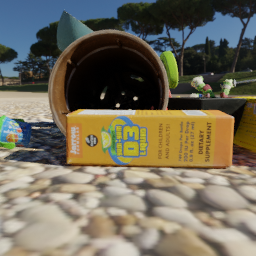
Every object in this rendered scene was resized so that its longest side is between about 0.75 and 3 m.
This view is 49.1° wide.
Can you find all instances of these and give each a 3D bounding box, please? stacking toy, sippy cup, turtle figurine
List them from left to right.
[{"bbox_3d":[-2.589,0.111,6.417,0.667,0.910,0.715,9,-23,-13],"label":"sippy cup"},{"bbox_3d":[0.909,-1.189,9.577,1.181,2.530,2.795,-13,10,-6],"label":"stacking toy"},{"bbox_3d":[3.235,-0.929,9.712,2.117,2.184,1.572,47,-4,42],"label":"turtle figurine"}]

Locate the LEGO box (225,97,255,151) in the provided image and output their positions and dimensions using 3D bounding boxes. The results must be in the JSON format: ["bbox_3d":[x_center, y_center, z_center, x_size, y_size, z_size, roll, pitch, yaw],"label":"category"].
[{"bbox_3d":[3.620,-0.072,5.835,2.147,1.113,2.883,-1,8,-8],"label":"LEGO box"}]

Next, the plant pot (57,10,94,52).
[{"bbox_3d":[-1.874,-3.221,10.293,1.825,1.229,1.825,34,11,-8],"label":"plant pot"}]

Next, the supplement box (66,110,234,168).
[{"bbox_3d":[0.338,0.161,4.952,2.763,0.919,0.951,0,10,5],"label":"supplement box"}]

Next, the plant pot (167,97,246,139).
[{"bbox_3d":[1.683,-0.123,6.250,1.268,1.124,1.265,-4,9,-25],"label":"plant pot"}]

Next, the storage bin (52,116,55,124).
[{"bbox_3d":[-2.297,-0.761,10.151,0.985,1.067,1.467,-13,3,-17],"label":"storage bin"}]

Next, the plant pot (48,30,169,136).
[{"bbox_3d":[-0.213,-0.731,6.817,2.501,2.501,2.476,1,0,11],"label":"plant pot"}]

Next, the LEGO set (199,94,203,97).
[{"bbox_3d":[2.518,-0.503,9.079,1.215,1.129,2.961,1,9,8],"label":"LEGO set"}]
